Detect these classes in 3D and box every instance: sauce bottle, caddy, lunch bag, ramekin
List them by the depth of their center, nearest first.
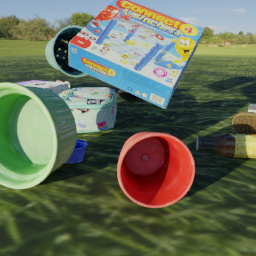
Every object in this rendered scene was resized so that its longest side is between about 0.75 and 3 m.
[{"bbox_3d":[-2.186,0.106,6.073,2.182,2.182,1.066,6,12,18],"label":"ramekin"},{"bbox_3d":[-1.564,0.531,7.217,1.029,0.540,0.727,-1,19,-2],"label":"caddy"},{"bbox_3d":[2.800,0.446,7.320,1.945,0.642,0.642,3,19,6],"label":"sauce bottle"},{"bbox_3d":[-1.582,-0.732,10.089,2.323,1.117,2.897,0,18,0],"label":"lunch bag"}]

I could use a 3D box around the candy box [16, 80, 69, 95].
[{"bbox_3d":[-4.343,-1.680,13.341,2.384,0.853,2.000,10,21,29],"label":"candy box"}]

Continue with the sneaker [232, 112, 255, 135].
[{"bbox_3d":[4.437,0.136,7.805,2.743,0.920,1.232,23,31,35],"label":"sneaker"}]

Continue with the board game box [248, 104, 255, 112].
[{"bbox_3d":[5.192,-0.646,11.043,0.833,0.363,1.128,7,20,23],"label":"board game box"}]

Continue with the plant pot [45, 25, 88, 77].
[{"bbox_3d":[-1.979,-2.487,9.284,1.555,1.555,1.523,-11,16,-30],"label":"plant pot"}]

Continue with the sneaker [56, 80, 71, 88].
[{"bbox_3d":[-3.956,-2.484,16.622,1.266,0.446,0.592,17,45,31],"label":"sneaker"}]

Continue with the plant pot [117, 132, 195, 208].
[{"bbox_3d":[0.442,0.696,5.644,1.446,1.446,1.280,-3,8,-8],"label":"plant pot"}]

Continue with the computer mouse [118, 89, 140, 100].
[{"bbox_3d":[0.878,-1.635,14.044,2.982,0.508,0.874,-1,11,-21],"label":"computer mouse"}]

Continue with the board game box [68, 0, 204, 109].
[{"bbox_3d":[0.328,-2.343,8.086,2.979,0.833,2.917,25,54,8],"label":"board game box"}]
